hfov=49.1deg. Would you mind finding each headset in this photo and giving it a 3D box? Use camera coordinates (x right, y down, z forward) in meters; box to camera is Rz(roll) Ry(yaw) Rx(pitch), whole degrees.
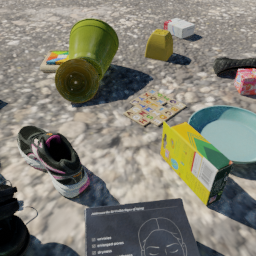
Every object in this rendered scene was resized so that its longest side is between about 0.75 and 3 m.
[{"bbox_3d":[-2.524,1.747,5.127,1.191,1.565,2.534,-11,21,-13],"label":"headset"}]

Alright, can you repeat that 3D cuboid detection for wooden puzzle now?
[{"bbox_3d":[-2.666,-2.824,11.490,1.574,0.317,1.702,0,40,-1],"label":"wooden puzzle"}]

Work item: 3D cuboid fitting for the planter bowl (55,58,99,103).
[{"bbox_3d":[-1.746,-1.571,9.500,1.460,1.460,0.608,-13,6,-15],"label":"planter bowl"}]

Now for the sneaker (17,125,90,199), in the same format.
[{"bbox_3d":[-1.860,0.478,6.866,2.601,1.123,1.045,29,46,31],"label":"sneaker"}]

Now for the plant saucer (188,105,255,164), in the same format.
[{"bbox_3d":[2.818,0.209,7.737,2.368,0.426,2.368,-1,40,0],"label":"plant saucer"}]

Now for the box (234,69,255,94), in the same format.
[{"bbox_3d":[4.542,-1.623,9.753,1.397,0.667,0.696,-1,40,-1],"label":"box"}]

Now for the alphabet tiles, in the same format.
[{"bbox_3d":[0.769,-0.654,9.064,1.484,0.067,1.775,32,49,33],"label":"alphabet tiles"}]

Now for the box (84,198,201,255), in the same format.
[{"bbox_3d":[0.219,2.277,4.670,1.819,1.127,1.788,-4,40,-5],"label":"box"}]

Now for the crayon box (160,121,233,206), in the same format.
[{"bbox_3d":[1.479,0.704,6.530,0.478,1.194,1.881,-19,44,-23],"label":"crayon box"}]

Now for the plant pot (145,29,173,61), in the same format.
[{"bbox_3d":[1.349,-3.570,11.838,0.998,1.028,1.005,17,43,19],"label":"plant pot"}]

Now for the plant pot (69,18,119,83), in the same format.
[{"bbox_3d":[-1.392,-2.655,10.281,1.929,1.929,1.857,4,51,4],"label":"plant pot"}]

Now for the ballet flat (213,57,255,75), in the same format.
[{"bbox_3d":[4.422,-2.327,10.812,2.311,0.768,0.657,2,83,2],"label":"ballet flat"}]

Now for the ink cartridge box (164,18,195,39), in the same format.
[{"bbox_3d":[2.531,-4.954,13.901,0.915,0.520,1.256,-27,47,-29],"label":"ink cartridge box"}]
